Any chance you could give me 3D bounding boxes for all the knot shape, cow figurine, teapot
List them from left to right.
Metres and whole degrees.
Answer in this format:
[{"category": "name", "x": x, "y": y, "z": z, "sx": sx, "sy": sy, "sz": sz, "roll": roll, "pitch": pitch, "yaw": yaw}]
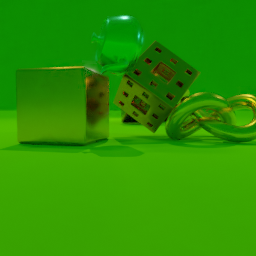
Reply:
[{"category": "teapot", "x": -0.202, "y": -1.230, "z": 4.191, "sx": 0.708, "sy": 1.446, "sz": 0.899, "roll": 10, "pitch": -40, "yaw": -18}, {"category": "cow figurine", "x": 1.890, "y": -0.736, "z": 9.381, "sx": 1.347, "sy": 1.369, "sz": 0.751, "roll": -6, "pitch": 32, "yaw": -19}, {"category": "knot shape", "x": 1.543, "y": -0.188, "z": 4.730, "sx": 1.566, "sy": 0.773, "sz": 1.674, "roll": 2, "pitch": 4, "yaw": 29}]

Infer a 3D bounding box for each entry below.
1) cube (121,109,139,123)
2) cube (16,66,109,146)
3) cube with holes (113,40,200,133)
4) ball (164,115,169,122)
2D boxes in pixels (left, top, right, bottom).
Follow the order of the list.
[{"category": "cube", "x": 0.493, "y": -0.989, "z": 9.944, "sx": 1.369, "sy": 1.369, "sz": 1.369, "roll": -1, "pitch": -12, "yaw": -9}, {"category": "cube", "x": -0.999, "y": -0.344, "z": 4.557, "sx": 1.119, "sy": 1.119, "sz": 1.119, "roll": 1, "pitch": 4, "yaw": 14}, {"category": "cube with holes", "x": 0.506, "y": -0.751, "z": 5.297, "sx": 1.019, "sy": 1.019, "sz": 1.019, "roll": 37, "pitch": -29, "yaw": 5}, {"category": "ball", "x": 1.422, "y": -0.832, "z": 11.320, "sx": 1.168, "sy": 1.168, "sz": 1.168, "roll": 0, "pitch": 4, "yaw": 0}]
